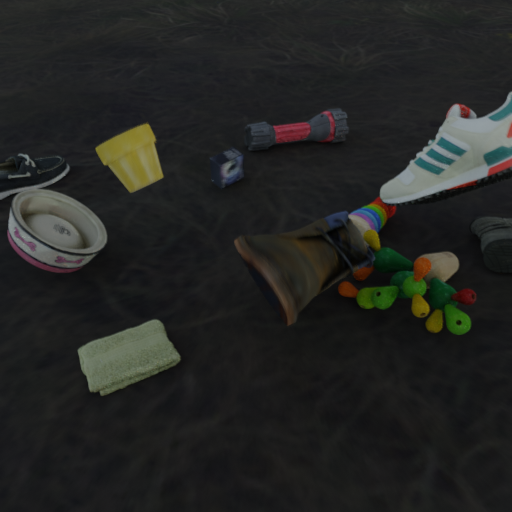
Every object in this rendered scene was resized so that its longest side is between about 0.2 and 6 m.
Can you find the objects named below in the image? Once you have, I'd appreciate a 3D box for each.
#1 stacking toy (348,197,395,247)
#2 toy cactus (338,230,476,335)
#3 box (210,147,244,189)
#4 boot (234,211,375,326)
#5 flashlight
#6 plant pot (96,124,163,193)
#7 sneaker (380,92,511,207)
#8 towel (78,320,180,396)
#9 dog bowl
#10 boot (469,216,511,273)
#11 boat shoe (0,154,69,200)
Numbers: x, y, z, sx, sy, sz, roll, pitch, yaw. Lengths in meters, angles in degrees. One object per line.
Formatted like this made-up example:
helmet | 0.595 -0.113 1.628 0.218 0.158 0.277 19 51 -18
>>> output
stacking toy | 2.334 -0.741 11.454 0.764 0.764 1.791 22 35 27
toy cactus | 2.710 0.278 9.709 2.246 1.392 2.721 -18 31 -38
box | -0.668 -2.036 13.015 0.692 0.698 0.430 -31 53 -25
boot | 0.802 -0.103 8.043 1.816 1.400 3.748 -32 1 2
flashlight | 1.062 -3.271 14.633 2.630 0.890 0.894 -10 39 -15
plant pot | -2.166 -1.690 9.962 1.023 0.963 1.023 -24 13 6
sneaker | 3.654 -1.925 10.430 1.129 1.499 3.206 -8 -7 -42
towel | -1.976 1.536 8.656 1.417 0.259 1.052 -17 41 -22
dog bowl | -3.693 -0.418 10.271 1.781 0.657 1.781 30 25 -16
boot | 5.418 -0.279 10.726 2.384 0.807 1.557 8 32 8
boat shoe | -5.509 -1.925 12.914 0.925 0.738 2.447 29 46 33
